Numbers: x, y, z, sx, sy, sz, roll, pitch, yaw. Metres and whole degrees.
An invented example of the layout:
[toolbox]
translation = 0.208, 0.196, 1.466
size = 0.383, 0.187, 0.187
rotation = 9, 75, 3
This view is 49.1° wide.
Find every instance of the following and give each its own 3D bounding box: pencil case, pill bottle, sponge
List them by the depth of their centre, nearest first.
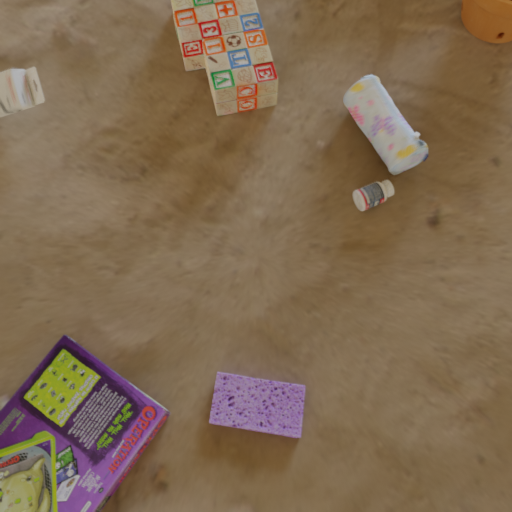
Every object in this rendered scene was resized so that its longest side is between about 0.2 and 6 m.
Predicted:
[sponge]
translation = 0.029, 1.974, 7.422
size = 1.216, 0.181, 0.678
rotation = 8, 70, 3
[pill bottle]
translation = 1.772, -0.925, 8.429
size = 0.559, 0.334, 0.334
rotation = -24, 71, -8
[pencil case]
translation = 1.985, -2.020, 8.638
size = 0.655, 0.715, 1.575
rotation = -26, 71, -12

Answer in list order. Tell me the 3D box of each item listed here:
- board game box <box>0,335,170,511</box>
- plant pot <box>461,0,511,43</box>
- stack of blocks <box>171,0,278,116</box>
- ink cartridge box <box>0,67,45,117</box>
[board game box]
translation = -2.688, 2.702, 7.040
size = 1.787, 0.481, 2.978
rotation = 32, 73, 16
[plant pot]
translation = 4.147, -4.366, 9.300
size = 1.627, 1.139, 1.627
rotation = 0, 70, 0
[stack of blocks]
translation = -0.568, -3.515, 9.212
size = 1.354, 0.689, 2.352
rotation = -13, 70, -5
[ink cartridge box]
translation = -3.827, -2.538, 8.685
size = 0.994, 0.331, 0.576
rotation = -9, 101, 24
